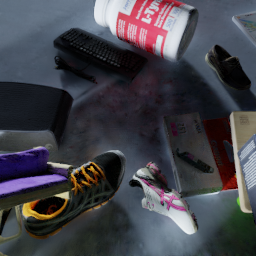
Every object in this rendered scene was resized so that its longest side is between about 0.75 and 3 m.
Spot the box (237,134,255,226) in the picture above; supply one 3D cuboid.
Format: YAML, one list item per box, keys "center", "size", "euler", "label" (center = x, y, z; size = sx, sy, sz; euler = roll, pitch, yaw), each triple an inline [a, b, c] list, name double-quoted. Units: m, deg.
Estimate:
- center: [2.912, 0.924, 4.708]
  size: [1.569, 0.967, 1.556]
  euler: [-4, 65, 0]
  label: "box"

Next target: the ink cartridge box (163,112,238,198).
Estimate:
- center: [1.832, 0.525, 6.508]
  size: [1.720, 0.432, 1.982]
  euler: [-7, 58, -3]
  label: "ink cartridge box"

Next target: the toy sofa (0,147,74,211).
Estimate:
- center: [-1.808, 0.839, 4.467]
  size: [0.771, 1.861, 0.908]
  euler: [2, 93, 36]
  label: "toy sofa"

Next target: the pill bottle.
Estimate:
- center: [0.483, -3.117, 8.137]
  size: [2.752, 1.545, 1.545]
  euler: [27, 62, 15]
  label: "pill bottle"

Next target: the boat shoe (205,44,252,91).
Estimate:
- center: [2.783, -1.698, 7.792]
  size: [0.611, 0.601, 1.641]
  euler: [-29, 62, -17]
  label: "boat shoe"

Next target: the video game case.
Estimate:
- center: [4.412, -3.227, 9.003]
  size: [1.465, 0.177, 1.607]
  euler: [-18, 60, -11]
  label: "video game case"

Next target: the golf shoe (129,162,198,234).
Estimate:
- center: [0.717, 1.537, 5.798]
  size: [0.790, 0.622, 1.715]
  euler: [-35, 55, -10]
  label: "golf shoe"

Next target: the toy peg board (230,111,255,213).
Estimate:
- center: [3.165, 0.801, 5.877]
  size: [2.066, 1.010, 2.057]
  euler: [2, 65, 1]
  label: "toy peg board"

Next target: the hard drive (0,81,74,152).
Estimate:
- center: [-2.943, -0.363, 6.850]
  size: [2.882, 0.610, 1.944]
  euler: [4, 50, 2]
  label: "hard drive"

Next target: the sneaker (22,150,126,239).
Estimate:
- center: [-1.018, 1.255, 5.734]
  size: [2.503, 0.966, 0.979]
  euler: [-38, 63, -23]
  label: "sneaker"

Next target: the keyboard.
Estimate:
- center: [-1.019, -2.054, 8.217]
  size: [2.851, 0.294, 1.812]
  euler: [27, 62, 17]
  label: "keyboard"

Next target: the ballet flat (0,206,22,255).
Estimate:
- center: [-2.532, 2.190, 5.191]
  size: [0.943, 0.938, 2.758]
  euler: [3, 58, -7]
  label: "ballet flat"
